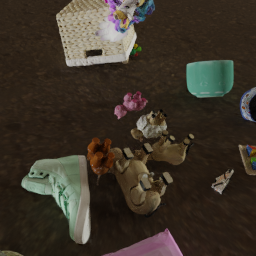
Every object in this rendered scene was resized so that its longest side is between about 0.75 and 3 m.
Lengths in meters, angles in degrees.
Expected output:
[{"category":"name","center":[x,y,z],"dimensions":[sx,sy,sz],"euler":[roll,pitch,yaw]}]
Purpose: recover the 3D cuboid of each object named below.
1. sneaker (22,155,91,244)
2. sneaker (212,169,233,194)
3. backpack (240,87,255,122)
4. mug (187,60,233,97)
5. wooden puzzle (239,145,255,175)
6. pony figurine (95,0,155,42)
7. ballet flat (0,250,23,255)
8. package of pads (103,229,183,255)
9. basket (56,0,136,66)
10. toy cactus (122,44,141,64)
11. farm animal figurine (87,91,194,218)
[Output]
[{"category":"sneaker","center":[-1.558,1.517,6.064],"dimensions":[1.439,0.898,2.440],"euler":[-3,29,-12]},{"category":"sneaker","center":[2.338,1.252,6.889],"dimensions":[0.321,0.296,0.802],"euler":[25,45,30]},{"category":"backpack","center":[4.052,-0.755,8.712],"dimensions":[1.142,1.199,0.924],"euler":[-25,14,-18]},{"category":"mug","center":[2.906,-1.641,9.571],"dimensions":[1.838,1.136,1.510],"euler":[-5,7,-28]},{"category":"wooden puzzle","center":[3.635,0.802,7.450],"dimensions":[1.154,0.267,1.069],"euler":[4,39,5]},{"category":"pony figurine","center":[-0.218,-4.197,9.004],"dimensions":[2.768,2.388,2.868],"euler":[16,68,45]},{"category":"ballet flat","center":[-1.622,2.715,4.664],"dimensions":[2.894,0.975,0.922],"euler":[20,16,19]},{"category":"package of pads","center":[0.496,3.050,4.108],"dimensions":[1.669,1.048,2.770],"euler":[-17,42,-15]},{"category":"basket","center":[-1.244,-4.142,11.690],"dimensions":[2.664,2.162,2.688],"euler":[-2,38,14]},{"category":"toy cactus","center":[-0.198,-3.345,12.184],"dimensions":[1.581,0.808,1.305],"euler":[12,59,-25]},{"category":"farm animal figurine","center":[0.239,0.615,6.977],"dimensions":[2.287,1.424,2.832],"euler":[31,43,7]}]
